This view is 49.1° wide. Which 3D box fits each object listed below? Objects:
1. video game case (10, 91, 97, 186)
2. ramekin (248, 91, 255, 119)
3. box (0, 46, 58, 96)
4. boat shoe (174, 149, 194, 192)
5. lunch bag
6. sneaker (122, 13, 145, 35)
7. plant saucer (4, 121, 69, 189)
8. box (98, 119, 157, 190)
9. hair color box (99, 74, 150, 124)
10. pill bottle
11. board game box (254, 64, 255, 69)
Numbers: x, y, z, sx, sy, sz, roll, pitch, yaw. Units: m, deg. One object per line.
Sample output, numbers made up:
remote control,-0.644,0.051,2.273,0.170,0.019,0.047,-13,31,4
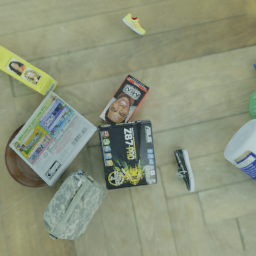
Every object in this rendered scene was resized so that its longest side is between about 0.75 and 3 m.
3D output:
video game case,-2.546,0.308,9.381,2.186,0.265,2.401,38,92,19
ramekin,5.188,-0.807,9.855,1.589,0.776,1.589,0,85,0
box,-3.958,-2.158,9.838,2.884,1.085,0.723,30,88,1
boat shoe,1.931,1.493,9.776,0.517,0.559,1.514,-10,85,-5
lunch bag,-1.625,2.354,8.638,1.388,1.671,1.992,32,80,1
sneaker,0.294,-3.755,10.108,0.976,0.381,0.441,27,118,-31
plant saucer,-3.047,0.872,9.730,2.441,0.446,2.441,-1,75,5
box,0.002,0.913,9.564,1.793,0.546,2.224,-7,102,-3
hair color box,-0.115,-0.872,9.966,0.936,0.564,1.843,33,87,1
pill bottle,4.813,1.155,9.253,2.790,1.670,1.670,38,86,3
board game box,5.398,-2.193,10.248,1.290,0.222,0.873,-23,86,-2
